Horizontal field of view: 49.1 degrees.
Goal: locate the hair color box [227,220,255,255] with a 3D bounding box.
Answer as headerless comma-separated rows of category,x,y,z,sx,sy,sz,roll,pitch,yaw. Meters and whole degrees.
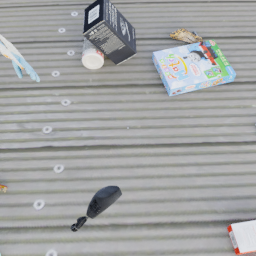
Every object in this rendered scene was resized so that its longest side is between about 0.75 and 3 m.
hair color box,3.991,3.337,8.683,1.531,0.489,0.849,-8,58,-3

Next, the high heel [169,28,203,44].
high heel,2.781,-4.226,13.274,1.499,0.535,1.069,-6,52,-14

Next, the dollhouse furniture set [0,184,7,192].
dollhouse furniture set,-4.610,1.841,9.596,0.919,0.495,0.374,13,59,8

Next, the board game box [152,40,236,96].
board game box,2.846,-2.706,12.355,2.984,0.546,2.257,-15,60,-8

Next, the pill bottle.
pill bottle,-1.548,-3.574,12.648,0.955,0.955,1.677,-1,59,0

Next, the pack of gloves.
pack of gloves,-3.333,-2.014,7.566,0.402,1.712,2.038,-44,67,2

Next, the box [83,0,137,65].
box,-0.740,-4.164,12.142,1.192,2.286,1.692,-22,53,29

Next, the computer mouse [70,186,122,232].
computer mouse,-0.822,1.790,6.183,0.381,2.237,0.656,48,41,6
